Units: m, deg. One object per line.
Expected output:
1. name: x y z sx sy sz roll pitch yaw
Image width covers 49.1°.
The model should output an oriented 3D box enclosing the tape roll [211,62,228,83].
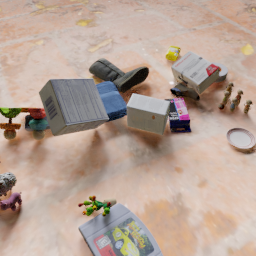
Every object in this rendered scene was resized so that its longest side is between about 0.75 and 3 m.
1. tape roll: 4.232 -2.724 13.684 1.194 0.394 1.194 0 46 1

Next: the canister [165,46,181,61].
1. canister: 2.392 -3.984 14.940 0.651 0.380 0.877 15 49 14

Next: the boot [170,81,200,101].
1. boot: 2.520 -1.498 12.447 0.742 0.572 1.530 -26 40 -10

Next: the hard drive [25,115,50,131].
1. hard drive: -3.480 -0.262 11.341 1.302 0.276 0.878 -10 46 -9

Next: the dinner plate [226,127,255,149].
1. dinner plate: 4.332 0.404 10.791 1.100 0.133 1.100 1 45 -1

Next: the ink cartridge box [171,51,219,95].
1. ink cartridge box: 3.114 -2.606 13.051 1.305 0.758 1.809 -40 56 -8

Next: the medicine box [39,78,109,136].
1. medicine box: -1.982 -0.817 10.405 1.984 1.021 1.807 -11 75 -45

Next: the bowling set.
1. bowling set: 4.396 -1.175 11.856 1.065 0.821 1.530 -23 49 -21

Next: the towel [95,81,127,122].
1. towel: -0.857 -1.181 12.072 1.232 0.536 2.207 -16 47 -16

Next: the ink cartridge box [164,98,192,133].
1. ink cartridge box: 2.043 -0.555 11.628 0.851 0.333 1.798 -3 48 -3

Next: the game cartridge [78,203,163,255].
1. game cartridge: -0.100 3.302 7.730 1.641 0.504 2.465 -23 50 -26

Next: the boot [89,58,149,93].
1. boot: -0.441 -2.737 13.490 2.105 0.840 2.315 -32 47 -26

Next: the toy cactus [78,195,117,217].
1. toy cactus: -0.838 2.296 8.501 1.064 1.289 0.659 -5 82 -41

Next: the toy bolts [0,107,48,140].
1. toy bolts: -3.890 -0.174 10.987 1.799 1.248 1.719 2 5 16

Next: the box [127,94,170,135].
1. box: 0.786 -0.537 10.975 1.518 1.156 0.807 14 50 13

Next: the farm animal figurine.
1. farm animal figurine: -4.659 1.815 8.431 2.481 1.247 2.003 -19 45 -29
